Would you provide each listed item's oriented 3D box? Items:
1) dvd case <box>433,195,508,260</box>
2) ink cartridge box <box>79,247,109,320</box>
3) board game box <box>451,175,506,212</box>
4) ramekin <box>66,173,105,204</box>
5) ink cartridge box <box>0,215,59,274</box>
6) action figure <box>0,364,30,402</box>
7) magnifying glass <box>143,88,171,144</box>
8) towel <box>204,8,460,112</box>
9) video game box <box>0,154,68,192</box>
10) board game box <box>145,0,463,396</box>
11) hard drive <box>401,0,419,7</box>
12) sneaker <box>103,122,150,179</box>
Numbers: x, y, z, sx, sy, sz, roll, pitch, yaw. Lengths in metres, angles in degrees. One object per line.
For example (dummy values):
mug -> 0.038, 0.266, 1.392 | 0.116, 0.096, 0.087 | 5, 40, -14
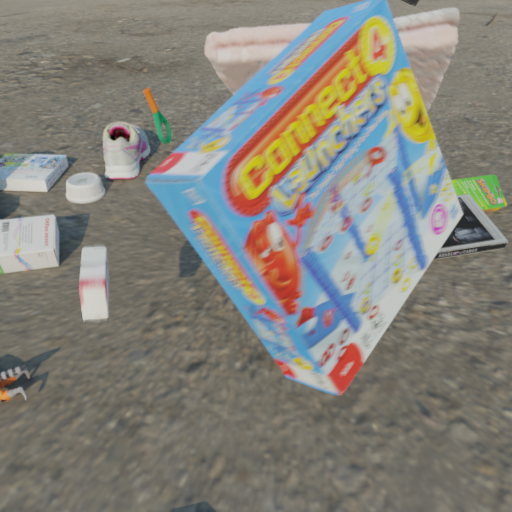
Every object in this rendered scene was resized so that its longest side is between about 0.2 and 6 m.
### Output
dvd case -> 3.815, -0.599, 11.521 | 2.094, 0.259, 1.574 | -8, 46, -13
ink cartridge box -> -1.956, 0.323, 6.792 | 0.313, 0.537, 0.738 | -3, 41, -13
board game box -> 4.725, -1.334, 12.526 | 1.695, 0.254, 0.810 | -10, 75, -11
ramekin -> -4.034, -1.621, 13.169 | 0.915, 0.426, 0.915 | 0, 34, 0
ink cartridge box -> -4.491, -0.224, 10.751 | 1.315, 0.552, 0.953 | -7, 51, -11
action figure -> -3.826, 1.742, 7.984 | 1.093, 0.591, 1.130 | -1, 32, -18
magnifying glass -> -2.052, -2.897, 11.665 | 0.140, 1.247, 0.496 | -3, 45, 16
towel -> 1.443, -3.395, 10.586 | 4.036, 0.681, 4.226 | -2, -1, 10
video game box -> -5.732, -2.085, 13.921 | 1.630, 0.382, 1.485 | 3, 36, 4
board game box -> 0.897, -0.663, 6.599 | 0.919, 3.221, 3.290 | 11, 52, 48
hard drive -> 2.704, -5.363, 10.982 | 1.114, 0.211, 0.778 | 24, 50, -6
sneaker -> -3.379, -2.994, 14.593 | 1.049, 1.138, 2.579 | -3, 34, -4
